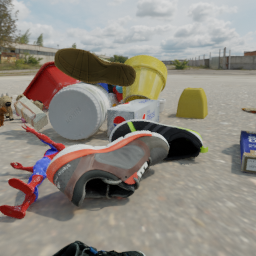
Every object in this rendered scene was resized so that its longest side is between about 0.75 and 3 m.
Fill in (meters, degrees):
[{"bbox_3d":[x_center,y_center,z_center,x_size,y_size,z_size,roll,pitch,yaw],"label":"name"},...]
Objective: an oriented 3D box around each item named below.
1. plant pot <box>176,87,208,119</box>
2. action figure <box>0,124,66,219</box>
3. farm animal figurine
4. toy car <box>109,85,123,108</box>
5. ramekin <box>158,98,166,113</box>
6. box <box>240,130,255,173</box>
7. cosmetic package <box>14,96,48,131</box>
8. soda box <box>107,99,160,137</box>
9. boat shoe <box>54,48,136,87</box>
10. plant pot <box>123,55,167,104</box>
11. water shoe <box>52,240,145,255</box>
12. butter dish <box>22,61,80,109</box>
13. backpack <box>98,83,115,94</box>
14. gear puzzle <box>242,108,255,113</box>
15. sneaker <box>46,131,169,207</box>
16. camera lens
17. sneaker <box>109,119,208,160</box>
[{"bbox_3d":[2.881,-1.146,12.390,1.218,1.246,1.210,7,15,23],"label":"plant pot"},{"bbox_3d":[-1.942,0.660,5.432,1.186,0.782,2.396,26,14,-1],"label":"action figure"},{"bbox_3d":[-4.811,-0.877,11.371,2.245,1.184,2.271,9,16,34],"label":"farm animal figurine"},{"bbox_3d":[-0.603,-1.395,14.000,1.704,1.570,1.507,-39,42,3],"label":"toy car"},{"bbox_3d":[1.142,-1.070,13.397,1.329,0.619,1.329,-1,13,0],"label":"ramekin"},{"bbox_3d":[3.797,0.531,7.128,1.748,0.468,2.886,5,13,19],"label":"box"},{"bbox_3d":[-3.278,-0.483,9.475,1.102,0.570,0.481,37,59,15],"label":"cosmetic package"},{"bbox_3d":[0.285,-0.413,9.999,0.987,0.918,2.893,5,15,22],"label":"soda box"},{"bbox_3d":[-1.122,-1.922,9.337,2.788,1.021,0.904,13,3,-26],"label":"boat shoe"},{"bbox_3d":[0.607,-1.743,12.136,2.069,2.069,1.946,3,57,11],"label":"plant pot"},{"bbox_3d":[-0.407,1.475,2.911,1.429,0.564,0.511,-6,15,-25],"label":"water shoe"},{"bbox_3d":[-3.546,-1.902,14.307,2.079,2.806,2.813,49,28,6],"label":"butter dish"},{"bbox_3d":[-1.164,-2.154,15.502,1.800,1.743,2.146,-8,9,23],"label":"backpack"},{"bbox_3d":[6.017,-0.839,13.478,0.714,0.180,1.378,-9,13,-27],"label":"gear puzzle"},{"bbox_3d":[-0.096,0.862,5.318,2.745,1.058,1.124,-11,45,-38],"label":"sneaker"},{"bbox_3d":[-1.501,-0.629,9.208,1.697,1.697,2.122,2,14,6],"label":"camera lens"},{"bbox_3d":[0.717,0.310,7.051,2.513,0.901,1.041,2,14,7],"label":"sneaker"}]
